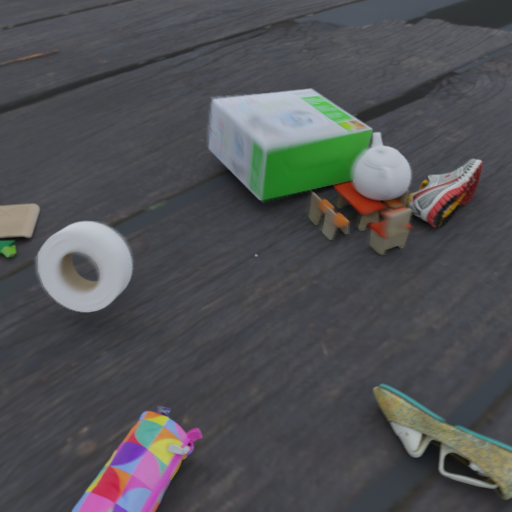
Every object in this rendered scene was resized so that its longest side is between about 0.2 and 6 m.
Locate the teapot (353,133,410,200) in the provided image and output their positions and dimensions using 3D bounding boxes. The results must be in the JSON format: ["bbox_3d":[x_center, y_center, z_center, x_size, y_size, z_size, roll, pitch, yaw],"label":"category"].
[{"bbox_3d":[2.557,-1.791,11.418,1.250,0.925,1.267,-38,51,-25],"label":"teapot"}]

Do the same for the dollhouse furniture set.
[{"bbox_3d":[2.306,-0.981,11.359,1.891,0.974,1.870,-18,44,-20],"label":"dollhouse furniture set"}]

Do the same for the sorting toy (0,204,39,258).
[{"bbox_3d":[-5.194,-0.505,11.380,1.267,0.252,1.714,-1,38,-9],"label":"sorting toy"}]

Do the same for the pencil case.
[{"bbox_3d":[-1.583,2.929,6.992,0.931,0.931,2.107,18,47,19],"label":"pencil case"}]

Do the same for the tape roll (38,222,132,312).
[{"bbox_3d":[-2.821,0.179,9.244,1.445,1.445,0.505,6,20,7],"label":"tape roll"}]

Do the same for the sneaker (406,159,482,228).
[{"bbox_3d":[4.100,-1.523,12.058,0.949,0.899,2.311,32,50,32],"label":"sneaker"}]

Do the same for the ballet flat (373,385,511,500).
[{"bbox_3d":[2.503,2.538,7.628,2.228,0.788,0.788,24,46,26],"label":"ballet flat"}]

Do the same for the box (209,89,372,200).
[{"bbox_3d":[0.700,-2.609,12.728,2.782,1.345,2.455,-15,43,-26],"label":"box"}]
